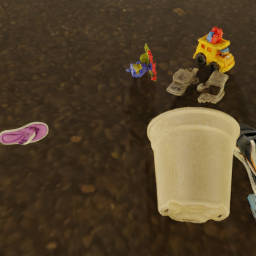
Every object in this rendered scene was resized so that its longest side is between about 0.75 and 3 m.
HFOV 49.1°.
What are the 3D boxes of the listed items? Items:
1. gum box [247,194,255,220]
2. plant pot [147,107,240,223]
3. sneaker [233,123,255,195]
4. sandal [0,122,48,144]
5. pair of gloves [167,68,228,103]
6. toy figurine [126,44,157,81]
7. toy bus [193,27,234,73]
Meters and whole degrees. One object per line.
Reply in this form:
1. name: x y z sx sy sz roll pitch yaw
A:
1. gum box: 3.527 1.976 6.451 1.187 0.264 1.008 -4 48 -3
2. plant pot: 1.467 0.971 6.346 2.186 2.186 2.001 4 59 4
3. sneaker: 3.330 0.537 7.078 1.039 1.052 2.650 -5 39 -2
4. sandal: -2.748 0.221 7.410 1.289 0.524 0.317 -15 26 -5
5. pair of gloves: 2.389 -1.462 9.553 1.808 0.317 1.538 17 53 17
6. toy figurine: 0.377 -2.282 9.995 0.946 0.833 1.579 -12 48 -3
7. toy bus: 3.223 -2.881 10.151 0.951 1.345 1.401 -32 57 -28
